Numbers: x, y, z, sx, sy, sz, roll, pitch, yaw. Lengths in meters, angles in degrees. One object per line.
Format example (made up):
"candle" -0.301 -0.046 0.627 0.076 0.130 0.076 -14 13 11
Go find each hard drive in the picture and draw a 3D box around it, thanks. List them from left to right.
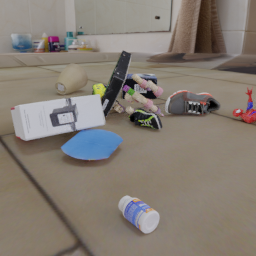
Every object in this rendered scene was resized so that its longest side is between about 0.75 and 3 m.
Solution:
"hard drive" -0.545 -1.987 12.165 0.525 1.940 2.777 23 34 -10

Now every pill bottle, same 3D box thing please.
"pill bottle" 0.181 1.630 5.413 0.451 0.451 0.806 -15 25 -36

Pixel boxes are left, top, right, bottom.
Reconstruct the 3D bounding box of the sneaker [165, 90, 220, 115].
"sneaker" 2.932 -1.045 12.317 2.721 1.048 1.114 -10 28 -24

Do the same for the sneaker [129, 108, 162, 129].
"sneaker" 0.630 -0.229 10.830 0.721 0.625 1.742 -32 29 -19

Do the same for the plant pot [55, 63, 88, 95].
"plant pot" -3.524 -2.742 16.616 1.626 1.626 1.736 8 37 22

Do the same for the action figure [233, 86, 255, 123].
"action figure" 5.775 -0.859 11.216 2.949 1.460 0.962 2 19 13

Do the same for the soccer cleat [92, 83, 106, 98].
"soccer cleat" -1.524 -2.092 15.671 0.941 0.728 2.251 0 19 -4

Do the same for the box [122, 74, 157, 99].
"box" 0.633 -2.425 15.956 1.924 1.185 1.908 0 18 0

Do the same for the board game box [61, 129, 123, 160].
"board game box" -1.047 0.613 8.530 1.499 0.369 1.897 11 27 18

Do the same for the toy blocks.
"toy blocks" 0.619 -1.102 12.390 1.618 1.922 1.796 35 4 -34

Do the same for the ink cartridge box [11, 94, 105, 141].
"ink cartridge box" -2.402 -0.400 9.585 2.665 1.111 1.935 -12 7 -29
